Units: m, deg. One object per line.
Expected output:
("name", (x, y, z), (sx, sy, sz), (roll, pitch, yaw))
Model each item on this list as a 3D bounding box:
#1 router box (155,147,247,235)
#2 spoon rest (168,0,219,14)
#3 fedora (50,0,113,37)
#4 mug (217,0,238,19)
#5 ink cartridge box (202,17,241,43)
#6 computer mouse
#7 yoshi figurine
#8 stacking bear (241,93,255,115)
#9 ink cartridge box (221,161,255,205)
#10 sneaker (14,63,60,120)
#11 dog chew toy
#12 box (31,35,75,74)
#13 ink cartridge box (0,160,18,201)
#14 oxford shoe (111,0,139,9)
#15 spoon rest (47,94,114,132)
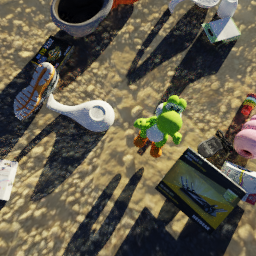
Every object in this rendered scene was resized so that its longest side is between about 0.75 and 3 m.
("router box", (2.551, 2.199, 10.057), (2.504, 0.654, 1.969), (39, 98, 13))
("spoon rest", (3.194, -6.127, 13.371), (2.448, 0.742, 1.216), (-16, 72, -4))
("fedora", (-2.041, -5.298, 12.767), (2.608, 1.331, 2.949), (32, 77, 11))
("mug", (4.685, -5.852, 13.165), (0.790, 0.938, 1.070), (-8, 71, -3))
("ink cartridge box", (4.279, -4.475, 12.994), (1.526, 0.366, 1.111), (-18, 72, -6))
("computer mouse", (3.371, 0.781, 11.226), (1.510, 0.398, 1.045), (-23, 72, -19))
("yoshi figurine", (1.120, 0.069, 9.895), (1.537, 2.735, 1.531), (-8, 57, -29))
("stacking bear", (5.076, -0.954, 11.750), (0.553, 0.518, 0.911), (32, 79, 10))
("ink cartridge box", (4.128, 2.029, 10.384), (1.465, 0.607, 1.068), (22, 106, 10))
("sneaker", (-3.720, -1.408, 11.676), (1.025, 1.012, 2.620), (39, 93, 17))
("dog chew toy", (4.966, 0.259, 11.018), (1.194, 1.194, 1.917), (30, 66, 10))
("box", (-3.351, -3.256, 12.574), (1.275, 0.394, 1.597), (27, 73, 10))
("ink cartridge box", (-4.885, 1.940, 10.725), (0.871, 0.514, 1.514), (7, 71, 2))
("oxford shoe", (-0.266, -6.478, 13.460), (2.349, 0.838, 0.856), (-15, 67, -5))
("spoon rest", (-1.915, -0.688, 11.593), (2.757, 0.836, 1.370), (16, 73, -9))
